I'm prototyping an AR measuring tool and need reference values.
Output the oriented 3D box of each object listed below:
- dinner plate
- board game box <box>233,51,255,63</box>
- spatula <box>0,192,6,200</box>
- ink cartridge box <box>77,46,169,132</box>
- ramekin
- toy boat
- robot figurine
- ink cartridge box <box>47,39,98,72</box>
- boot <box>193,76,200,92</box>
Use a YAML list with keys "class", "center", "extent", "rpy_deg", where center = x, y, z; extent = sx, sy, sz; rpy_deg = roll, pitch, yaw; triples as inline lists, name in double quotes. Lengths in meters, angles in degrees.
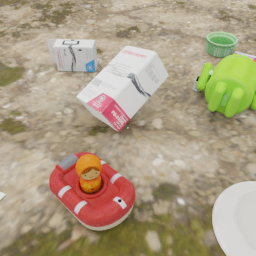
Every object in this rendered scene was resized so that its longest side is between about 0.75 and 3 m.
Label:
- class: "dinner plate"
  center: [3.452, 2.358, 6.710]
  extent: [2.762, 0.335, 2.762]
  rpy_deg: [0, 45, 0]
- class: "board game box"
  center: [5.188, -2.712, 11.975]
  extent: [1.570, 0.352, 1.056]
  rpy_deg: [22, 48, 21]
- class: "spatula"
  center: [-4.525, 1.933, 7.242]
  extent: [2.159, 0.173, 1.501]
  rpy_deg: [16, 47, 16]
- class: "ink cartridge box"
  center: [-0.181, -1.345, 9.011]
  extent: [2.477, 1.044, 1.793]
  rpy_deg: [-48, 39, -8]
- class: "ramekin"
  center: [4.266, -3.828, 12.911]
  extent: [1.372, 0.670, 1.372]
  rpy_deg: [0, 44, 0]
- class: "toy boat"
  center: [-0.903, 1.286, 6.900]
  extent: [2.380, 1.556, 1.553]
  rpy_deg: [33, 53, 30]
- class: "robot figurine"
  center: [3.695, -1.565, 9.895]
  extent: [2.382, 1.571, 2.715]
  rpy_deg: [21, 48, 17]
- class: "ink cartridge box"
  center: [-2.362, -3.019, 11.699]
  extent: [2.025, 1.175, 0.687]
  rpy_deg: [2, 44, 4]
- class: "boot"
  center: [2.929, -1.854, 10.958]
  extent: [0.394, 0.511, 1.070]
  rpy_deg: [29, 51, 27]
